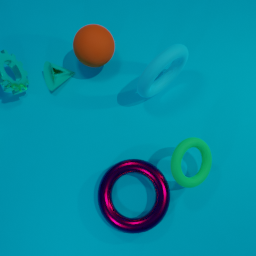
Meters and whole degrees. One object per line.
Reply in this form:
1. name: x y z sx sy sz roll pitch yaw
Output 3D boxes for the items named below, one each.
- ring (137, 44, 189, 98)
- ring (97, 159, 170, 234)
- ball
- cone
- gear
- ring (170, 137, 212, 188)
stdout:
1. ring: 1.027 -1.646 8.263 1.916 1.916 0.383 -40 75 -12
2. ring: 0.153 1.872 7.807 2.034 0.407 2.034 -1 77 5
3. ball: -1.042 -2.506 8.583 1.270 1.270 1.270 0 72 0
4. cone: -2.117 -1.735 9.071 0.931 0.928 0.928 -15 70 -33
5. gear: -3.584 -1.689 8.499 0.250 1.353 1.353 -21 72 19
6. ring: 1.724 0.934 7.561 1.379 0.276 1.379 -3 96 -29
